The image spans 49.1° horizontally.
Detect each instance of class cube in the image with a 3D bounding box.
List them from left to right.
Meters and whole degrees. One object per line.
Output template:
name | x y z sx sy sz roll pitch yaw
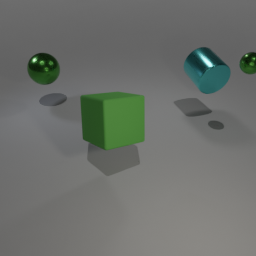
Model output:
cube | -0.461 -0.282 8.359 1.400 1.400 1.400 -11 17 -34

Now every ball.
ball | -3.718 -2.610 12.376 1.400 1.400 1.400 0 31 0
ball | 3.932 -2.064 8.937 0.700 0.700 0.700 0 31 0

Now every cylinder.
cylinder | 3.193 -2.345 11.420 1.400 1.400 1.400 -10 46 -16
